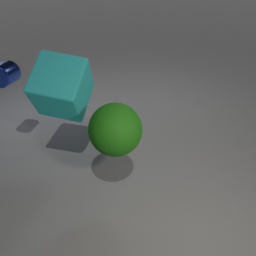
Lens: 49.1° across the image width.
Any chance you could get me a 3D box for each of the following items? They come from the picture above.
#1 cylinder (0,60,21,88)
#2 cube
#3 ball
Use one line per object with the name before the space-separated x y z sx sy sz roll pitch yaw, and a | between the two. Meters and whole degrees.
cylinder | -3.818 -1.670 8.676 0.700 0.700 0.700 7 29 11
cube | -1.906 -1.170 8.098 1.400 1.400 1.400 12 68 6
ball | -0.327 0.044 7.228 1.400 1.400 1.400 0 32 0
